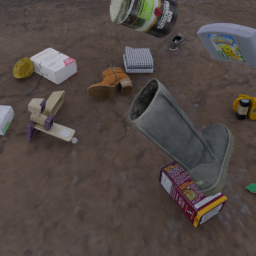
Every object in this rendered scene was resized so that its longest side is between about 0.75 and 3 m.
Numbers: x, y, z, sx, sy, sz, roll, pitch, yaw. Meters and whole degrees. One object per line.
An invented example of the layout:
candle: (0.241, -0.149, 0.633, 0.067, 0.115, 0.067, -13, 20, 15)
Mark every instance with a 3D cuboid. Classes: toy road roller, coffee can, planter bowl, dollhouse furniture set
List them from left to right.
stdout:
planter bowl: (-4.785, -2.699, 13.076, 1.093, 0.455, 1.093, -9, 66, 21)
dollhouse furniture set: (-2.400, -0.649, 10.556, 1.761, 1.966, 2.481, 20, 45, -2)
coffee can: (0.610, -4.533, 10.811, 2.155, 1.577, 1.577, 5, 39, -34)
toy road roller: (4.914, -0.913, 11.258, 1.328, 0.816, 0.970, 1, 34, 2)

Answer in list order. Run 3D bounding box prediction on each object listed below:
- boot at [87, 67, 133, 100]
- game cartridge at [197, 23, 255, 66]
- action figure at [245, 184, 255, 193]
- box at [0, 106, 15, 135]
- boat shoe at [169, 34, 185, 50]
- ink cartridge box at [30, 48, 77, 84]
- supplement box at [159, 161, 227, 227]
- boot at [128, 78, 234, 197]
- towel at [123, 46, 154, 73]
boot: (-0.930, -2.086, 12.369, 2.071, 0.794, 1.608, -14, 48, -13)
game cartridge: (3.279, -2.719, 9.050, 0.449, 1.481, 2.221, -49, 36, -6)
action figure: (4.178, 1.954, 8.862, 0.874, 0.239, 0.516, 8, 48, 18)
box: (-5.124, -0.337, 10.850, 0.996, 0.546, 1.128, 3, 46, 3)
boat shoe: (2.706, -4.779, 15.192, 0.548, 0.467, 1.638, 20, 49, 19)
ink cartridge box: (-3.504, -2.959, 13.244, 1.781, 0.737, 1.305, 29, 53, 25)
supplement box: (1.904, 1.862, 8.546, 1.036, 0.804, 1.877, -23, 50, -21)
boot: (1.369, -0.047, 6.847, 2.856, 1.036, 2.597, 42, 38, -15)
towel: (0.500, -3.347, 13.652, 1.351, 0.698, 1.631, -4, 46, -5)
